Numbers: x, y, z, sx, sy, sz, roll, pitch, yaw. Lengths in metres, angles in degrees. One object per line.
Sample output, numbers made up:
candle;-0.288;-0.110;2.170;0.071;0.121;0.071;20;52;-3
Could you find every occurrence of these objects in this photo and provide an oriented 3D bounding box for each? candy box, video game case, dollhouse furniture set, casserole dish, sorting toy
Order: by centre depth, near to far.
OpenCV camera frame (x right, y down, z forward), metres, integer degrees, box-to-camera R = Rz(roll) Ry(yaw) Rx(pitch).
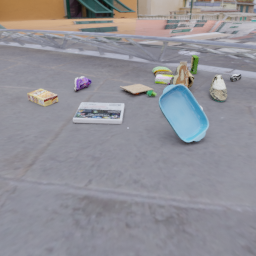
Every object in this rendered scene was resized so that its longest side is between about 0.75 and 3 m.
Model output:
casserole dish;1.772;-0.462;9.158;1.225;2.023;0.393;-34;2;-16
video game case;-1.101;-0.605;11.091;1.833;0.214;1.666;2;26;2
candy box;-3.778;-1.360;12.410;1.276;0.353;0.737;22;35;35
sorting toy;0.560;-1.767;13.335;1.295;0.258;1.752;-10;25;-29
dollhouse furniture set;2.722;-3.633;16.217;2.603;1.005;1.301;-1;26;-3

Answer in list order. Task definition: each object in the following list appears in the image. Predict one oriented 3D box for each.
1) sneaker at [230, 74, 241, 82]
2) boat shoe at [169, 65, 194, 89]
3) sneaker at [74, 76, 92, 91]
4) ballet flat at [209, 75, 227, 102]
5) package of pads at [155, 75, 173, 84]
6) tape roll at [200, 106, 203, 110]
sneaker;5.787;-2.730;15.256;0.949;0.350;0.380;-17;18;-39
boat shoe;2.701;-2.270;13.679;1.000;1.024;2.707;14;37;14
sneaker;-2.238;-2.233;13.938;0.621;0.601;1.490;12;28;11
ballet flat;4.225;-2.005;13.140;0.774;0.860;2.283;5;27;11
package of pads;1.951;-2.602;14.924;0.944;0.322;0.729;6;27;11
tape roll;2.171;-0.675;11.116;1.560;0.285;1.560;0;26;0
